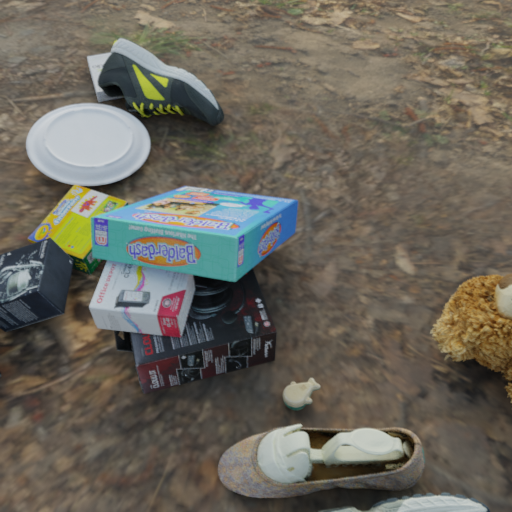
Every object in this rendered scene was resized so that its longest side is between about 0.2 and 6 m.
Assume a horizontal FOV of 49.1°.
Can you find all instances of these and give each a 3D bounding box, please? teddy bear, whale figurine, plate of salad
[{"bbox_3d":[4.725,1.547,7.864,3.130,1.441,4.317,-30,56,-7],"label":"teddy bear"},{"bbox_3d":[0.677,2.074,8.373,0.588,0.305,0.468,-28,44,-26],"label":"whale figurine"},{"bbox_3d":[-3.591,-2.368,12.107,2.556,0.614,2.556,5,54,-7],"label":"plate of salad"}]

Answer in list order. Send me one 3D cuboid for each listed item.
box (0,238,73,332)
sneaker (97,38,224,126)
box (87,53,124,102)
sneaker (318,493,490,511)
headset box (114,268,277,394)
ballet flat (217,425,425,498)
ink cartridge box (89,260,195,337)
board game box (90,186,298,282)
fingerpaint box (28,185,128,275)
[{"bbox_3d":[-3.774,0.478,9.269,1.157,0.729,1.176,-17,48,11],"label":"box"},{"bbox_3d":[-2.255,-3.726,13.127,3.305,1.231,1.398,32,85,15],"label":"sneaker"},{"bbox_3d":[-3.529,-4.626,14.282,1.300,0.327,1.802,-15,52,-12],"label":"box"},{"bbox_3d":[1.627,3.568,6.782,2.565,0.995,1.107,-10,63,-2],"label":"sneaker"},{"bbox_3d":[-1.052,1.017,8.896,2.359,0.911,1.755,-11,49,-12],"label":"headset box"},{"bbox_3d":[0.867,2.615,7.459,2.793,0.939,0.951,-3,49,-3],"label":"ballet flat"},{"bbox_3d":[-1.649,0.611,8.261,1.315,0.563,0.971,6,50,5],"label":"ink cartridge box"},{"bbox_3d":[-0.842,-0.493,9.259,2.338,0.692,3.074,9,18,18],"label":"board game box"},{"bbox_3d":[-3.237,-0.506,10.436,1.231,0.541,1.476,18,56,16],"label":"fingerpaint box"}]
